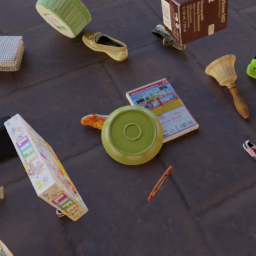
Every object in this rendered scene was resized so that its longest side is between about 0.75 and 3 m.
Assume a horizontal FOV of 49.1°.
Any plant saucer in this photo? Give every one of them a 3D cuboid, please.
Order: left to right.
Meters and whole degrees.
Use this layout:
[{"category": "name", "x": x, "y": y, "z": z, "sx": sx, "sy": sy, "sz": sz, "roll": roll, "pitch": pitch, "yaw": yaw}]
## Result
[{"category": "plant saucer", "x": 0.158, "y": 0.171, "z": 9.636, "sx": 2.168, "sy": 0.337, "sz": 2.168, "roll": 0, "pitch": 73, "yaw": 1}]

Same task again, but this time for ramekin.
[{"category": "ramekin", "x": -2.789, "y": -4.924, "z": 11.955, "sx": 2.254, "sy": 2.254, "sz": 1.101, "roll": 33, "pitch": 84, "yaw": 18}]

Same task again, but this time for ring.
[{"category": "ring", "x": 0.766, "y": 1.297, "z": 6.468, "sx": 0.092, "sy": 0.957, "sz": 0.957, "roll": 33, "pitch": 64, "yaw": 16}]

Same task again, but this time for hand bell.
[{"category": "hand bell", "x": 4.022, "y": -1.460, "z": 10.682, "sx": 1.237, "sy": 1.237, "sz": 2.376, "roll": -17, "pitch": 71, "yaw": -10}]

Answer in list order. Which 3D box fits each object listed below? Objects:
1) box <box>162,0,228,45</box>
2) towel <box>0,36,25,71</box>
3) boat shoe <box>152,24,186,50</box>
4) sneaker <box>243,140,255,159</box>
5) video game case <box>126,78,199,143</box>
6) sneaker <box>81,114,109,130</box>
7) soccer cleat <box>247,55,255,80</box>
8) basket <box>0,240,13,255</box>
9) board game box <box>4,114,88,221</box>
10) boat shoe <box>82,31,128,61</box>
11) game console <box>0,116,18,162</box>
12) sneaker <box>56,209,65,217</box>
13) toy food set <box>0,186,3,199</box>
[{"category": "box", "x": 1.859, "y": -3.353, "z": 7.938, "sx": 1.476, "sy": 1.224, "sz": 1.212, "roll": -22, "pitch": 46, "yaw": -5}, {"category": "towel", "x": -5.143, "y": -3.094, "z": 11.754, "sx": 1.333, "sy": 0.689, "sz": 1.610, "roll": 0, "pitch": 60, "yaw": 2}, {"category": "boat shoe", "x": 1.754, "y": -3.881, "z": 12.302, "sx": 0.571, "sy": 0.620, "sz": 1.736, "roll": -41, "pitch": 67, "yaw": -10}, {"category": "sneaker", "x": 4.318, "y": 0.779, "z": 9.550, "sx": 0.300, "sy": 0.350, "sz": 0.854, "roll": -35, "pitch": 65, "yaw": -19}, {"category": "video game case", "x": 1.239, "y": -0.681, "z": 10.523, "sx": 1.775, "sy": 0.217, "sz": 2.483, "roll": -22, "pitch": 61, "yaw": -12}, {"category": "sneaker", "x": -1.036, "y": -0.192, "z": 10.073, "sx": 1.330, "sy": 0.485, "sz": 0.513, "roll": 1, "pitch": 58, "yaw": 1}, {"category": "soccer cleat", "x": 5.798, "y": -3.106, "z": 11.484, "sx": 0.924, "sy": 1.109, "sz": 2.736, "roll": 33, "pitch": 64, "yaw": 19}, {"category": "basket", "x": -4.162, "y": 3.790, "z": 6.601, "sx": 1.923, "sy": 2.437, "sz": 2.764, "roll": 19, "pitch": 45, "yaw": 29}, {"category": "board game box", "x": -2.035, "y": 0.950, "z": 6.929, "sx": 0.432, "sy": 1.695, "sz": 2.521, "roll": -37, "pitch": 52, "yaw": -7}, {"category": "boat shoe", "x": -1.007, "y": -3.697, "z": 12.072, "sx": 2.305, "sy": 0.725, "sz": 0.841, "roll": 35, "pitch": 65, "yaw": 19}, {"category": "game console", "x": -4.747, "y": 0.481, "z": 9.849, "sx": 1.667, "sy": 0.970, "sz": 1.466, "roll": -24, "pitch": 31, "yaw": -15}, {"category": "sneaker", "x": -1.819, "y": 2.421, "z": 8.558, "sx": 0.792, "sy": 0.325, "sz": 0.278, "roll": -33, "pitch": 64, "yaw": -18}, {"category": "toy food set", "x": -5.041, "y": 2.358, "z": 7.937, "sx": 2.664, "sy": 0.420, "sz": 1.693, "roll": 17, "pitch": 58, "yaw": -35}]
